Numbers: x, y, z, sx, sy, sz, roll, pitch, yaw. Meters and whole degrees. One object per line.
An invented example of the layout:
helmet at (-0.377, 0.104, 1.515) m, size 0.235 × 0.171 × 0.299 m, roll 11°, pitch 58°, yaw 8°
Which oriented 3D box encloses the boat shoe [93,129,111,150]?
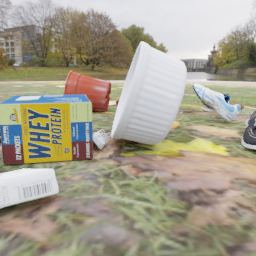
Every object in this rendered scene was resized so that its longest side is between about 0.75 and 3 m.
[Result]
boat shoe at (-0.690, 0.253, 7.414) m, size 0.465 × 0.403 × 1.091 m, roll -36°, pitch 10°, yaw -3°

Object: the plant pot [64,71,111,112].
plant pot at (-1.856, -1.627, 13.386) m, size 1.915 × 1.969 × 1.969 m, roll 9°, pitch 13°, yaw 3°

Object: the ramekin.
ramekin at (0.520, -0.811, 7.467) m, size 1.281 × 2.627 × 2.627 m, roll 18°, pitch 11°, yaw -6°

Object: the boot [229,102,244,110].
boot at (4.923, -0.976, 13.621) m, size 1.311 × 0.483 × 0.495 m, roll 3°, pitch 31°, yaw 33°

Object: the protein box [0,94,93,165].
protein box at (-1.944, -0.087, 6.977) m, size 1.968 × 1.338 × 1.983 m, roll -3°, pitch 12°, yaw -12°

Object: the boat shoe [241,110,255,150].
boat shoe at (3.842, -0.027, 7.849) m, size 1.057 × 0.863 × 2.862 m, roll 7°, pitch 14°, yaw 28°

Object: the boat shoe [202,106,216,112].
boat shoe at (4.224, -1.084, 13.520) m, size 1.237 × 0.574 × 0.462 m, roll 9°, pitch 15°, yaw 33°

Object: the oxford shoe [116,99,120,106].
oxford shoe at (0.015, -1.495, 15.687) m, size 1.429 × 0.509 × 0.521 m, roll -1°, pitch 7°, yaw -2°

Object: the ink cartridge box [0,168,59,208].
ink cartridge box at (-2.158, 0.998, 4.576) m, size 1.456 × 0.453 × 1.810 m, roll -9°, pitch -4°, yaw -35°

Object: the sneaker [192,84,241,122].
sneaker at (3.481, -1.150, 11.164) m, size 0.858 × 0.866 × 2.389 m, roll 33°, pitch 14°, yaw -47°
